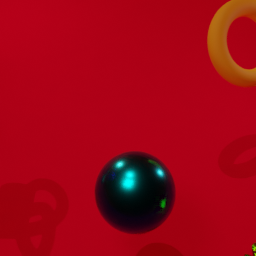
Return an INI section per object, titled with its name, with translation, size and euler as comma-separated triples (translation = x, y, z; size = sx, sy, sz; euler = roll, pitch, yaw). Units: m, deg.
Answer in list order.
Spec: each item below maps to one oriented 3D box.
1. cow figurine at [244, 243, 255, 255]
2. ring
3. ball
[cow figurine]
translation = 2.163, 1.754, 3.568
size = 1.103, 1.086, 0.606
euler = -5, 85, -39
[ring]
translation = 2.281, -1.627, 5.365
size = 1.694, 0.339, 1.694
euler = -1, 92, -18
[ball]
translation = 0.103, 0.928, 4.106
size = 1.184, 1.184, 1.184
euler = 0, 56, 0
